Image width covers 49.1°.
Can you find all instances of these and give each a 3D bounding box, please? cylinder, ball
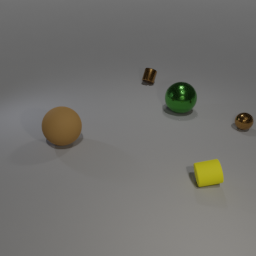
[{"bbox_3d":[2.323,1.301,8.119,0.700,0.700,0.700,-11,28,6],"label":"cylinder"},{"bbox_3d":[4.578,-0.267,11.055,0.700,0.700,0.700,0,29,0],"label":"ball"},{"bbox_3d":[2.325,-1.327,12.333,1.400,1.400,1.400,0,29,0],"label":"ball"},{"bbox_3d":[-2.356,-0.071,10.001,1.400,1.400,1.400,0,29,0],"label":"ball"},{"bbox_3d":[1.201,-2.912,15.662,0.700,0.700,0.700,17,-3,1],"label":"cylinder"}]
